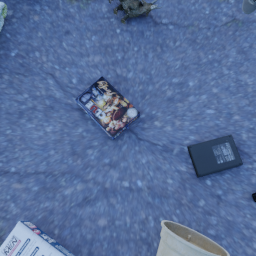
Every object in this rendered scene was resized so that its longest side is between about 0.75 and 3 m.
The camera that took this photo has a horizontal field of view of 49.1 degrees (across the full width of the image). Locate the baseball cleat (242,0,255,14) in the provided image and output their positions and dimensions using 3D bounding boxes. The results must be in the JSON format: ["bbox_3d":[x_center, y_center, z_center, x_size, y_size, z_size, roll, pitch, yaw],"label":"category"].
[{"bbox_3d":[2.847,-3.073,6.140,0.446,1.278,0.680,43,51,18],"label":"baseball cleat"}]

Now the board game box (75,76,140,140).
[{"bbox_3d":[-0.592,-0.593,8.125,1.092,0.279,1.612,-43,78,-11],"label":"board game box"}]

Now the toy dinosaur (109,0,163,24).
[{"bbox_3d":[0.009,-4.012,8.997,2.004,0.771,1.025,41,64,18],"label":"toy dinosaur"}]

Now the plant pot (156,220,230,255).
[{"bbox_3d":[1.244,3.229,6.464,1.665,1.665,1.524,23,87,7],"label":"plant pot"}]

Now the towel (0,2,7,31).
[{"bbox_3d":[-5.319,-2.801,8.587,2.456,0.691,2.870,11,74,0],"label":"towel"}]

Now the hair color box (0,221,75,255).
[{"bbox_3d":[-1.987,3.368,6.759,2.282,0.690,1.141,33,76,9],"label":"hair color box"}]

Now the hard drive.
[{"bbox_3d":[2.395,0.771,7.765,1.295,0.213,0.903,-14,74,-4],"label":"hard drive"}]

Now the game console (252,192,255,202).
[{"bbox_3d":[3.763,1.788,7.531,0.858,0.103,0.506,-19,75,-5],"label":"game console"}]
